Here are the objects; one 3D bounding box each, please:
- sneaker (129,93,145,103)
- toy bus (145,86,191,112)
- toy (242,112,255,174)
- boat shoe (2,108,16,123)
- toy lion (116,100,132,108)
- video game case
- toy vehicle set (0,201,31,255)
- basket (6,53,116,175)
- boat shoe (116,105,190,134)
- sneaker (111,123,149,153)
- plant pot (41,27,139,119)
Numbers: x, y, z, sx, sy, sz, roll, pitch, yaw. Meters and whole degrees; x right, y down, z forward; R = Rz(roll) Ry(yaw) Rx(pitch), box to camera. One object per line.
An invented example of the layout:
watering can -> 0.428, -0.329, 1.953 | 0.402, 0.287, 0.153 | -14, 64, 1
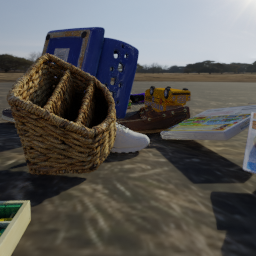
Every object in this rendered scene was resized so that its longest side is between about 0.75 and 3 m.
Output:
sneaker -> 0.517, -1.517, 14.459 | 1.408, 0.490, 0.701 | -3, 15, 8
toy bus -> 1.441, -1.085, 10.776 | 0.832, 1.000, 2.555 | -2, 11, -17
toy -> 2.478, 0.091, 4.142 | 1.265, 0.519, 2.196 | 14, 25, 20
boat shoe -> -2.658, -0.547, 8.537 | 2.557, 0.829, 0.920 | 3, 12, 16
toy lion -> -0.359, -1.019, 12.347 | 1.041, 0.357, 0.998 | -7, 6, -28
video game case -> 1.938, -0.121, 6.220 | 1.718, 0.216, 1.887 | -23, 11, -29
toy vehicle set -> -1.878, 0.990, 2.399 | 1.758, 0.233, 1.092 | -1, 11, -3
basket -> -0.900, -0.343, 4.670 | 1.366, 1.426, 1.914 | -1, 31, 4
boat shoe -> 0.584, -0.234, 7.279 | 2.103, 0.740, 0.740 | -3, 14, -8
sneaker -> -0.332, 0.126, 5.747 | 1.559, 0.628, 0.596 | 4, 10, 11
plant pot -> -1.397, -1.759, 8.921 | 2.505, 2.505, 2.253 | 9, -5, 31
